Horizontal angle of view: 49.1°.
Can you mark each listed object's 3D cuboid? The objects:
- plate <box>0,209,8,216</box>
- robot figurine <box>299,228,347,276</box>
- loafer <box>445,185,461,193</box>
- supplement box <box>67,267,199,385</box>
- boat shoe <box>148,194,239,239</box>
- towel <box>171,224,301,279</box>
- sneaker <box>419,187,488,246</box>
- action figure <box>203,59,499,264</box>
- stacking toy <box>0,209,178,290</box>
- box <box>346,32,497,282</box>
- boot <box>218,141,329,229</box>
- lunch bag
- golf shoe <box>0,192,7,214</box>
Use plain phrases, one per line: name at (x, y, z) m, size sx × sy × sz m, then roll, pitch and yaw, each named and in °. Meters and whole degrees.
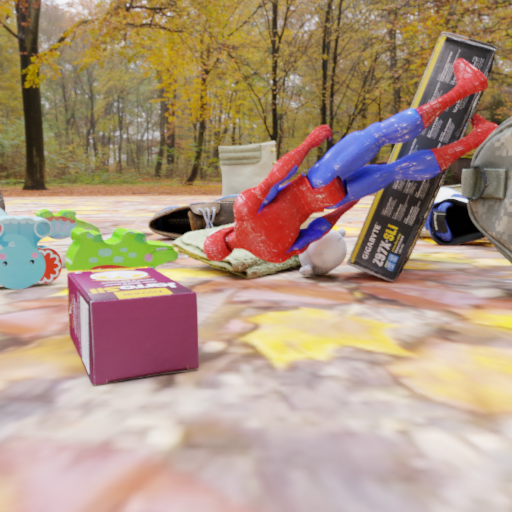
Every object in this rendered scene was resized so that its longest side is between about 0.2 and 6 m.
plate at (-5.177, -0.812, 9.807) m, size 2.377 × 0.304 × 2.377 m, roll 14°, pitch -19°, yaw 5°
robot figurine at (0.835, -0.044, 7.010) m, size 0.504 × 0.758 × 0.893 m, roll 40°, pitch -13°, yaw 1°
loafer at (4.629, -1.101, 13.565) m, size 3.084 × 1.173 × 1.040 m, roll -7°, pitch 3°, yaw 40°
supplement box at (-0.906, 0.422, 3.915) m, size 0.674 × 0.523 × 1.222 m, roll -3°, pitch 8°, yaw -25°
boat shoe at (-1.006, -0.656, 11.263) m, size 2.513 × 0.908 × 0.909 m, roll -8°, pitch 9°, yaw 22°
towel at (-0.015, -0.158, 7.822) m, size 1.471 × 0.362 × 1.983 m, roll 21°, pitch 23°, yaw 41°
sneaker at (3.732, -0.814, 11.130) m, size 1.572 × 1.100 × 2.723 m, roll -3°, pitch 9°, yaw -38°
action figure at (0.909, -0.852, 6.279) m, size 3.454 × 1.130 × 0.893 m, roll -30°, pitch 36°, yaw 5°
stacking toy at (-3.284, 0.027, 5.947) m, size 4.046 × 0.951 × 3.051 m, roll -2°, pitch 9°, yaw -30°
box at (2.199, -1.196, 7.399) m, size 0.700 × 2.838 × 2.266 m, roll 25°, pitch 15°, yaw 17°
boot at (0.464, -1.467, 12.300) m, size 2.680 × 2.072 × 0.966 m, roll -2°, pitch 8°, yaw -16°
lunch bag at (3.948, -0.626, 5.346) m, size 3.067 × 2.137 × 2.572 m, roll -4°, pitch 16°, yaw -18°
golf shoe at (-6.299, -0.961, 11.426) m, size 1.108 × 1.346 × 2.850 m, roll 3°, pitch 10°, yaw 14°
